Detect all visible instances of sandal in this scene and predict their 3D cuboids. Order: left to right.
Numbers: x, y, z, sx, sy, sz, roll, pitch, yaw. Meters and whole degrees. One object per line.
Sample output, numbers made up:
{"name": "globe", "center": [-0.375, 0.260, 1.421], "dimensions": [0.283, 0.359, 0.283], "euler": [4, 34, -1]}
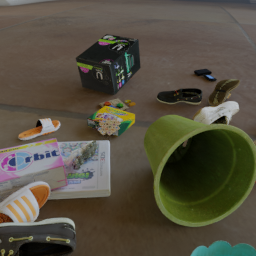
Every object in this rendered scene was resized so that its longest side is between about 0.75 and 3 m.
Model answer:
{"name": "sandal", "center": [-2.944, 2.348, 6.879], "dimensions": [2.568, 0.984, 0.736], "euler": [-32, 45, -27]}
{"name": "sandal", "center": [-3.433, -0.033, 10.908], "dimensions": [1.712, 0.490, 0.656], "euler": [-25, 40, -34]}
{"name": "sandal", "center": [4.560, -1.643, 13.410], "dimensions": [0.932, 0.627, 2.322], "euler": [19, 51, 36]}

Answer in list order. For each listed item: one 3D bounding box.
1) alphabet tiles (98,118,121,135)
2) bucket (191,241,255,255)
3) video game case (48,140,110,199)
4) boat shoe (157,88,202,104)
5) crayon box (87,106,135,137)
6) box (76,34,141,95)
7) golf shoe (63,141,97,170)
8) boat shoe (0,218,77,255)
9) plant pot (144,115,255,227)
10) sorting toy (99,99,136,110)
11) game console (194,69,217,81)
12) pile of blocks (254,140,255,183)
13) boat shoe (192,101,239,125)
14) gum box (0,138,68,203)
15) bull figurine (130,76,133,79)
{"name": "alphabet tiles", "center": [-0.709, -0.062, 10.590], "dimensions": [0.839, 0.061, 0.821], "euler": [-34, 48, -14]}
{"name": "bucket", "center": [1.838, 3.328, 4.750], "dimensions": [2.283, 1.485, 2.283], "euler": [0, 32, 0]}
{"name": "video game case", "center": [-1.972, 1.259, 9.036], "dimensions": [2.780, 0.329, 2.530], "euler": [-2, 33, -3]}
{"name": "boat shoe", "center": [2.399, -1.549, 13.062], "dimensions": [2.092, 0.656, 0.765], "euler": [3, 50, 7]}
{"name": "crayon box", "center": [-0.671, -0.318, 11.396], "dimensions": [1.502, 0.438, 1.296], "euler": [18, 37, 25]}
{"name": "box", "center": [-0.924, -3.345, 14.488], "dimensions": [2.106, 1.762, 2.835], "euler": [18, 48, 25]}
{"name": "golf shoe", "center": [-1.536, 0.779, 9.058], "dimensions": [0.656, 0.528, 1.349], "euler": [12, 33, 28]}
{"name": "boat shoe", "center": [-2.421, 2.661, 6.336], "dimensions": [2.473, 0.882, 0.745], "euler": [-7, 29, -15]}
{"name": "plant pot", "center": [1.630, 0.817, 8.016], "dimensions": [2.810, 2.810, 2.669], "euler": [-8, 21, -13]}
{"name": "sorting toy", "center": [-0.457, -1.105, 12.855], "dimensions": [1.461, 0.196, 1.088], "euler": [-19, 37, -27]}
{"name": "game console", "center": [4.475, -2.990, 15.816], "dimensions": [0.895, 0.183, 1.518], "euler": [-12, 35, -18]}
{"name": "pile of blocks", "center": [3.862, 1.215, 8.895], "dimensions": [2.652, 1.089, 0.824], "euler": [-32, 86, -27]}
{"name": "boat shoe", "center": [3.721, -0.420, 11.302], "dimensions": [2.508, 0.888, 0.869], "euler": [-15, 58, -31]}
{"name": "gum box", "center": [-3.125, 1.231, 7.990], "dimensions": [2.492, 0.824, 1.414], "euler": [-12, 35, -17]}
{"name": "bull figurine", "center": [-0.283, -2.970, 15.610], "dimensions": [0.711, 0.382, 1.172], "euler": [-29, 41, -32]}
